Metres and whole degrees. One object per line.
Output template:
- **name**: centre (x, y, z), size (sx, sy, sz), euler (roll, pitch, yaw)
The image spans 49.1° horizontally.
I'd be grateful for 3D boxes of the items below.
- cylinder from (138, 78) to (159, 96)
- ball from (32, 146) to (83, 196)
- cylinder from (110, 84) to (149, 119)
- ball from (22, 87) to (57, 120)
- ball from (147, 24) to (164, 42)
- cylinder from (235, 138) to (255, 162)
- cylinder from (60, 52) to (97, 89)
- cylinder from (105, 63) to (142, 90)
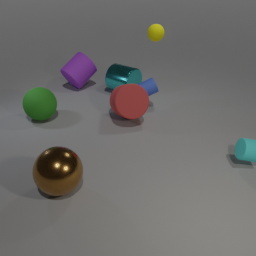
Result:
- **cylinder**: centre (0.918, -1.807, 12.585), size (0.700, 0.700, 0.700), euler (-25, 32, 3)
- **ball**: centre (-1.983, 1.220, 7.970), size (1.400, 1.400, 1.400), euler (0, 30, 0)
- **cylinder**: centre (0.026, -1.116, 11.643), size (1.400, 1.400, 1.400), euler (-7, 8, -12)
- **ball**: centre (-3.716, -1.021, 11.837), size (1.400, 1.400, 1.400), euler (0, 30, 0)
- **ball**: centre (1.161, -3.967, 11.674), size (0.700, 0.700, 0.700), euler (0, 30, 0)
- **cylinder**: centre (3.882, 0.708, 8.891), size (0.700, 0.700, 0.700), euler (10, 29, -8)
- **cylinder**: centre (-2.615, -3.059, 14.907), size (1.400, 1.400, 1.400), euler (30, 73, 41)
- **cylinder**: centre (-0.215, -2.503, 14.426), size (1.400, 1.400, 1.400), euler (21, 36, 32)
